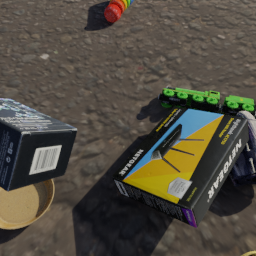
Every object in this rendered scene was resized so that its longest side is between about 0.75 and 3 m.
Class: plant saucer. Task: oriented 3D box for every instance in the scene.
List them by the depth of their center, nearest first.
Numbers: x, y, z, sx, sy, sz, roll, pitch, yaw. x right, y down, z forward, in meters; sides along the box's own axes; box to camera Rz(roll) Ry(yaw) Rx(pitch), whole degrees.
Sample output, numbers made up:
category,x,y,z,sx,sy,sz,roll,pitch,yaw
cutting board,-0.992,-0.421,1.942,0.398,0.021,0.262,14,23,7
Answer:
category,x,y,z,sx,sy,sz,roll,pitch,yaw
plant saucer,-2.550,1.643,6.644,1.636,0.290,1.636,0,49,0

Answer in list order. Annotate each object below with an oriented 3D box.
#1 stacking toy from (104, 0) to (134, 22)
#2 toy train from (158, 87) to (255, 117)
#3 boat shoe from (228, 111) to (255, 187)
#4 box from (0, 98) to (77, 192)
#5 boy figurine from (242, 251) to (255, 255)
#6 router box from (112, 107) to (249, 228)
category,x,y,z,sx,sy,sz,roll,pitch,yaw
stacking toy,-0.350,-5.656,12.582,1.128,1.128,2.643,15,58,13
toy train,2.398,-0.814,8.604,2.916,0.608,0.822,12,40,11
boat shoe,2.932,0.477,7.320,1.084,0.873,2.338,-12,40,8
box,-2.147,0.173,5.077,1.873,1.003,1.390,22,11,22
boy figurine,1.975,3.261,4.982,1.411,0.731,2.270,30,58,27
router box,1.323,0.690,6.737,2.128,0.729,2.853,14,48,39
